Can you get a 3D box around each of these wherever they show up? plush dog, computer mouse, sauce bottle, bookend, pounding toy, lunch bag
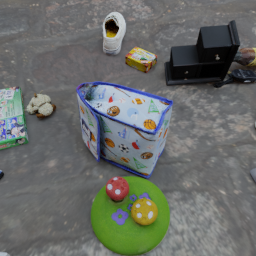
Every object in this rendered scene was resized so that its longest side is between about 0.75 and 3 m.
[{"bbox_3d":[-3.111,-0.810,10.224,0.848,0.792,0.987,45,63,8],"label":"plush dog"},{"bbox_3d":[3.756,-2.333,11.591,1.029,0.337,1.466,-15,54,-10],"label":"computer mouse"},{"bbox_3d":[5.001,-2.920,11.513,2.312,0.763,0.763,-3,51,-18],"label":"sauce bottle"},{"bbox_3d":[2.610,-2.693,10.410,2.302,2.316,1.067,-3,68,2],"label":"bookend"},{"bbox_3d":[0.028,2.351,7.332,2.251,1.353,2.916,5,52,4],"label":"pounding toy"},{"bbox_3d":[4.971,-1.914,11.286,1.565,0.360,1.099,-5,51,-15],"label":"computer mouse"},{"bbox_3d":[-0.289,0.005,8.535,2.766,2.352,1.713,22,51,15],"label":"lunch bag"}]

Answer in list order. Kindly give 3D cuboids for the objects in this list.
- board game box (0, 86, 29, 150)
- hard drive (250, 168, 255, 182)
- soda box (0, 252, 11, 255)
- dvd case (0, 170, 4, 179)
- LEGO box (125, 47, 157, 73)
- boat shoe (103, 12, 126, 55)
[{"bbox_3d":[-4.620,-0.359,10.038,1.752,0.379,2.604,-14,54,-10],"label":"board game box"},{"bbox_3d":[4.551,1.772,8.421,1.069,0.336,1.585,-14,54,-11],"label":"hard drive"},{"bbox_3d":[-3.410,4.054,6.426,0.759,0.705,2.223,6,53,4],"label":"soda box"},{"bbox_3d":[-5.438,1.564,8.659,2.573,0.226,1.836,23,57,17],"label":"dvd case"},{"bbox_3d":[0.562,-2.921,11.981,1.111,0.429,0.828,29,58,20],"label":"LEGO box"},{"bbox_3d":[-0.685,-4.688,12.954,1.058,1.042,2.984,5,53,4],"label":"boat shoe"}]
